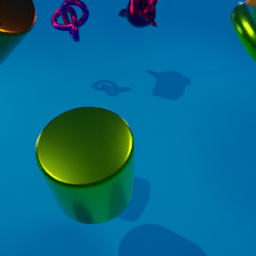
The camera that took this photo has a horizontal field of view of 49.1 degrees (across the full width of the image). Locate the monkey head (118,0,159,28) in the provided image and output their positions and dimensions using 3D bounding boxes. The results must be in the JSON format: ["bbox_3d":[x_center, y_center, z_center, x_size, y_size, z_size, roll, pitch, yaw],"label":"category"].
[{"bbox_3d":[0.258,-3.752,8.721,1.315,1.102,1.828,4,23,-42],"label":"monkey head"}]

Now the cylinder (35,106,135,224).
[{"bbox_3d":[-0.536,0.558,4.030,1.265,1.265,1.265,-1,52,1],"label":"cylinder"}]

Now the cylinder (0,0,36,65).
[{"bbox_3d":[-2.254,-1.677,4.351,1.204,1.204,1.204,-24,25,41],"label":"cylinder"}]

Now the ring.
[{"bbox_3d":[2.133,-1.350,4.395,1.453,0.291,1.453,24,48,-30],"label":"ring"}]

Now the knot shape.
[{"bbox_3d":[-1.691,-3.333,8.451,1.287,1.204,0.595,50,38,5],"label":"knot shape"}]

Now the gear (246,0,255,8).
[{"bbox_3d":[3.394,-3.617,6.942,0.300,1.623,1.623,27,47,6],"label":"gear"}]
